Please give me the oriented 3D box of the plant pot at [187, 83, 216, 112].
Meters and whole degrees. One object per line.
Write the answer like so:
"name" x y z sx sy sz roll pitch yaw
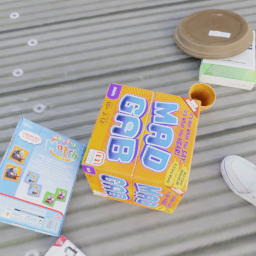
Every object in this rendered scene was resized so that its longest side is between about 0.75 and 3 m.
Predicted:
"plant pot" 2.126 -0.832 8.455 0.804 0.736 0.804 2 69 -6

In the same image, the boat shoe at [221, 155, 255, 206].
"boat shoe" 3.507 1.623 6.912 1.009 1.164 2.731 -31 66 -16

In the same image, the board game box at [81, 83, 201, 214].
"board game box" 0.356 0.570 6.910 2.167 2.166 2.168 12 62 7

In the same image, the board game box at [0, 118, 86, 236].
"board game box" -2.265 1.212 7.044 1.866 0.451 2.467 26 60 -23

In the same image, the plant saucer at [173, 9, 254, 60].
"plant saucer" 2.978 -3.398 9.802 2.731 0.402 2.731 -4 52 5

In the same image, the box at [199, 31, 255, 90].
"box" 3.408 -2.480 9.589 1.740 0.438 2.411 11 61 6

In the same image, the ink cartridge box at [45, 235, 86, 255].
"ink cartridge box" -1.448 3.037 6.606 0.809 0.346 0.597 33 68 16
